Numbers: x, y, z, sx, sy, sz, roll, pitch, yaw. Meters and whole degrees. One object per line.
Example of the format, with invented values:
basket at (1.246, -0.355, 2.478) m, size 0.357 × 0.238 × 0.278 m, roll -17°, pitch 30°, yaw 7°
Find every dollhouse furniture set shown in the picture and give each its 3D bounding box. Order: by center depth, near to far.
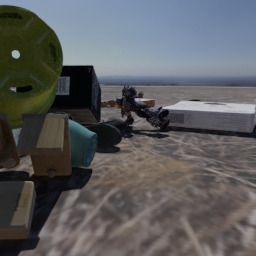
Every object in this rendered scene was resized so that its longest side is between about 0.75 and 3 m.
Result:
dollhouse furniture set at (-1.601, 0.837, 3.691) m, size 1.550 × 1.328 × 1.629 m, roll 1°, pitch 46°, yaw -7°

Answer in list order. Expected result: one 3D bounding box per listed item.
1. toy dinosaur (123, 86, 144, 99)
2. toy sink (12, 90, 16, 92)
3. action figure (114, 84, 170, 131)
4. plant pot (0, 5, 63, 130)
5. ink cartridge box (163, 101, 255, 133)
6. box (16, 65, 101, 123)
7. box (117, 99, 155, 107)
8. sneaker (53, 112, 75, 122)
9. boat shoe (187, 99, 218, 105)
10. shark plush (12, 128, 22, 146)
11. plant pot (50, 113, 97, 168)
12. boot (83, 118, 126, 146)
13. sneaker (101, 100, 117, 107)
toy dinosaur at (0.381, -1.877, 17.154) m, size 1.326 × 0.840 × 1.957 m, roll 20°, pitch 21°, yaw -4°
toy sink at (-4.477, -0.682, 9.429) m, size 2.144 × 1.201 × 1.397 m, roll 1°, pitch 11°, yaw 7°
action figure at (0.325, -0.635, 9.028) m, size 2.102 × 1.368 × 0.729 m, roll 24°, pitch 44°, yaw 33°
plant pot at (-1.964, -1.014, 4.648) m, size 2.040 × 2.040 × 1.876 m, roll -6°, pitch 0°, yaw -28°
ink cartridge box at (2.892, -0.471, 9.818) m, size 2.897 × 0.648 × 2.552 m, roll 6°, pitch 12°, yaw 26°
box at (-2.091, -1.010, 9.039) m, size 2.248 × 1.385 × 2.230 m, roll 0°, pitch -11°, yaw 0°
box at (0.535, -1.365, 15.308) m, size 1.210 × 0.421 × 2.032 m, roll 9°, pitch 16°, yaw 40°
sneaker at (-2.386, -0.085, 7.930) m, size 1.730 × 0.638 × 0.757 m, roll 1°, pitch 16°, yaw 7°
boat shoe at (3.214, -0.933, 12.477) m, size 1.797 × 0.656 × 0.565 m, roll -2°, pitch 1°, yaw -17°
shark plush at (-2.498, 0.276, 6.137) m, size 0.792 × 0.863 × 1.901 m, roll 21°, pitch 9°, yaw 3°
plant pot at (-1.064, 0.292, 5.051) m, size 0.899 × 0.957 × 0.957 m, roll 13°, pitch 13°, yaw 10°
boot at (-0.461, 0.069, 7.485) m, size 1.339 × 0.533 × 1.625 m, roll 7°, pitch 8°, yaw 24°
sneaker at (-1.080, -1.388, 15.476) m, size 1.030 × 0.390 × 0.452 m, roll -2°, pitch 10°, yaw -16°
